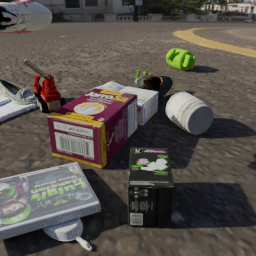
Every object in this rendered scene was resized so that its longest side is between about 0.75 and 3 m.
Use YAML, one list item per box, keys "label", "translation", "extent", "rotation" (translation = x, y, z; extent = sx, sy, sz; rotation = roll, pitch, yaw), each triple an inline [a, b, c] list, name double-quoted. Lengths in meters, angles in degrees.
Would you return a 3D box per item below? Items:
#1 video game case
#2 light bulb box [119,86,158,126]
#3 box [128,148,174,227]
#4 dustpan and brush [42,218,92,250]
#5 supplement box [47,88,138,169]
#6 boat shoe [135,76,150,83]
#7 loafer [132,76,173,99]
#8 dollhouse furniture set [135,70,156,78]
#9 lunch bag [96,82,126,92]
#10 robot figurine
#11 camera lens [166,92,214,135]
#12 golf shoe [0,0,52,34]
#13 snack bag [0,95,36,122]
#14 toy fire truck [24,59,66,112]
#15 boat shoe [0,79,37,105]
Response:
- label: "video game case"
  translation: [-2.157, 1.611, 6.675]
  extent: [2.484, 0.290, 2.259]
  rotation: [-10, 21, -20]
- label: "light bulb box"
  translation: [0.256, -0.934, 11.364]
  extent: [1.502, 0.946, 1.515]
  rotation: [13, 31, 25]
- label: "box"
  translation: [0.494, 1.324, 6.557]
  extent: [0.975, 1.165, 1.568]
  rotation: [1, 26, 3]
- label: "dustpan and brush"
  translation: [-1.164, 2.179, 5.879]
  extent: [1.158, 0.331, 0.808]
  rotation: [14, 25, 40]
- label: "supplement box"
  translation: [-0.996, -0.143, 9.210]
  extent: [1.840, 1.451, 2.811]
  rotation: [10, 28, 20]
- label: "boat shoe"
  translation: [0.854, -2.594, 15.307]
  extent: [1.378, 0.495, 0.410]
  rotation: [-18, 26, -39]
- label: "loafer"
  translation: [1.294, -1.938, 12.930]
  extent: [2.867, 1.036, 1.044]
  rotation: [-29, 81, -44]
- label: "dollhouse furniture set"
  translation: [1.050, -3.035, 16.526]
  extent: [1.202, 0.464, 0.601]
  rotation: [8, 12, -31]
- label: "lunch bag"
  translation: [-0.862, -1.541, 12.740]
  extent: [1.383, 0.879, 1.173]
  rotation: [30, 40, 30]
- label: "robot figurine"
  translation: [3.374, -4.479, 18.222]
  extent: [1.888, 1.245, 2.152]
  rotation: [2, 21, -35]
- label: "camera lens"
  translation: [2.223, -0.572, 10.330]
  extent: [1.229, 1.229, 1.536]
  rotation: [-11, 29, -21]
- label: "golf shoe"
  translation: [-2.648, -2.476, 6.387]
  extent: [2.109, 0.766, 0.971]
  rotation: [-17, 42, -37]
- label: "snack bag"
  translation: [-5.928, -0.824, 11.885]
  extent: [2.938, 0.314, 2.770]
  rotation: [16, 30, 28]
- label: "toy fire truck"
  translation: [-3.684, -1.960, 12.060]
  extent: [1.403, 2.181, 1.919]
  rotation: [-12, 29, -25]
- label: "boat shoe"
  translation: [-3.204, -1.038, 8.070]
  extent: [1.305, 0.418, 0.481]
  rotation: [25, 49, 20]
